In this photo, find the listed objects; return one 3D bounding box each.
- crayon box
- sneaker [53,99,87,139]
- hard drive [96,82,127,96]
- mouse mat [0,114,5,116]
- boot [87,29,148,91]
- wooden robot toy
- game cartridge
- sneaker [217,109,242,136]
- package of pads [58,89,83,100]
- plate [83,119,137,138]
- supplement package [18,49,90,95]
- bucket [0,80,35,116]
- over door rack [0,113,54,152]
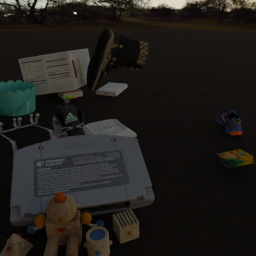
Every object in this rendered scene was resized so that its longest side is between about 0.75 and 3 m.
[{"bbox_3d":[2.894,0.800,7.466,0.890,0.226,0.565,-8,16,-12],"label":"crayon box"},{"bbox_3d":[-1.415,0.129,7.255,0.973,1.750,2.502,-16,29,-32],"label":"sneaker"},{"bbox_3d":[-0.770,-1.906,13.680,1.041,0.211,1.578,8,25,17],"label":"hard drive"},{"bbox_3d":[-5.468,-0.680,11.150,1.611,0.061,1.296,-4,25,-11],"label":"mouse mat"},{"bbox_3d":[-0.502,-2.732,12.056,2.118,2.813,1.029,0,41,-33],"label":"boot"},{"bbox_3d":[-0.987,1.633,4.724,2.406,1.092,1.060,-3,24,-5],"label":"wooden robot toy"},{"bbox_3d":[-1.014,0.986,6.111,2.825,0.572,1.883,-5,51,-12],"label":"game cartridge"},{"bbox_3d":[3.537,-0.330,9.639,0.617,0.643,1.639,0,24,-3],"label":"sneaker"},{"bbox_3d":[-2.661,-1.594,12.838,0.960,0.327,0.742,-15,28,-29],"label":"package of pads"},{"bbox_3d":[-0.713,0.074,9.232,1.537,0.248,1.534,-13,27,-27],"label":"plate"},{"bbox_3d":[-3.105,-2.625,12.839,2.258,1.607,2.899,-6,17,10],"label":"supplement package"},{"bbox_3d":[-4.409,-1.181,10.988,1.617,1.052,1.617,2,23,-1],"label":"bucket"},{"bbox_3d":[-3.343,0.008,8.967,1.317,0.594,1.783,-19,31,-35],"label":"over door rack"}]
